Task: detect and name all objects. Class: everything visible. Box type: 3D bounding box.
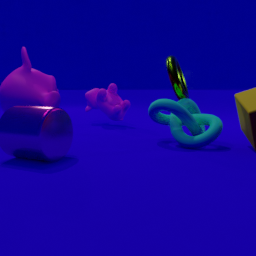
[{"bbox_3d":[-1.414,0.076,4.342,0.820,0.820,0.820,4,9,24],"label":"cylinder"},{"bbox_3d":[-2.034,-0.646,5.810,1.162,1.928,1.387,16,-1,-27],"label":"monkey head"},{"bbox_3d":[1.210,-0.093,5.513,1.463,0.676,1.369,9,23,-32],"label":"knot shape"},{"bbox_3d":[-0.655,-0.681,8.307,0.783,1.426,1.404,-33,-14,-32],"label":"cow figurine"},{"bbox_3d":[1.126,-1.096,6.338,0.226,1.129,1.129,-18,3,19],"label":"ring"},{"bbox_3d":[2.430,-0.218,4.867,0.804,0.804,0.804,-17,27,11],"label":"cube"}]
